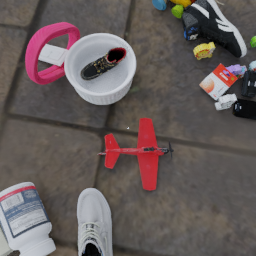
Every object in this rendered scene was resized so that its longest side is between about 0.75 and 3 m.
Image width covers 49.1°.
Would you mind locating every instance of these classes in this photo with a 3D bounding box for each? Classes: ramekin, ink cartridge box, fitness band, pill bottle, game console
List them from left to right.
[{"bbox_3d":[-2.640,2.476,7.261,1.116,1.116,1.866,-27,73,-9],"label":"pill bottle"},{"bbox_3d":[-2.214,-2.250,8.392,0.446,1.710,2.382,27,35,9],"label":"fitness band"},{"bbox_3d":[-0.818,-1.767,8.777,2.137,1.042,2.137,0,71,1],"label":"ramekin"},{"bbox_3d":[2.849,-1.448,8.847,0.745,0.230,0.918,47,117,14],"label":"ink cartridge box"},{"bbox_3d":[3.869,-1.051,8.837,0.916,0.187,1.552,10,84,3],"label":"game console"}]

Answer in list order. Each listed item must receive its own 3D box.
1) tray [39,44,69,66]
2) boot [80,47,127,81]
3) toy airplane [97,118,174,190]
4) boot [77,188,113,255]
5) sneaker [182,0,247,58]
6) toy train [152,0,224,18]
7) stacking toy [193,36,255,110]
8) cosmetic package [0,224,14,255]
[{"bbox_3d":[-2.529,-2.470,9.293,1.243,0.138,0.667,22,72,28],"label":"tray"},{"bbox_3d":[-0.733,-1.955,8.514,1.438,1.083,0.526,-28,97,-20],"label":"boot"},{"bbox_3d":[0.222,0.659,8.264,2.281,0.419,2.281,0,69,0],"label":"toy airplane"},{"bbox_3d":[-0.832,2.758,7.093,0.953,1.238,2.591,-12,71,-4],"label":"boot"},{"bbox_3d":[2.717,-3.112,9.437,1.390,0.908,2.485,-32,77,4],"label":"sneaker"},{"bbox_3d":[2.068,-4.416,9.831,2.262,0.958,1.309,35,86,9],"label":"toy train"},{"bbox_3d":[3.790,-1.919,9.039,2.859,0.672,2.156,-13,71,-5],"label":"stacking toy"},{"bbox_3d":[-3.440,2.845,7.433,0.475,0.563,1.089,-33,73,-9],"label":"cosmetic package"}]
